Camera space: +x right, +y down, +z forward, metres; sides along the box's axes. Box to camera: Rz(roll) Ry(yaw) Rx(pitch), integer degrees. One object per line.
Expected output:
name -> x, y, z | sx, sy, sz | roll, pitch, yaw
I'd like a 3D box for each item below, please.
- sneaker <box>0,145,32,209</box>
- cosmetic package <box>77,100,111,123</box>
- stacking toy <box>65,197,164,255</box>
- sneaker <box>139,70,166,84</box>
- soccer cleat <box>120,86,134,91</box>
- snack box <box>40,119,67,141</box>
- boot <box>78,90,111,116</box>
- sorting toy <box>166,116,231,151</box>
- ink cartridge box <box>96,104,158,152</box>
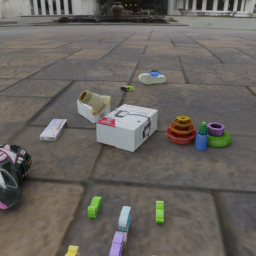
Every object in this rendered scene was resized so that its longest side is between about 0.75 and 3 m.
sneaker -> -3.037, 0.974, 7.266 | 1.144, 1.064, 2.649 | -13, 29, -28
cosmetic package -> -1.411, -0.764, 11.492 | 0.826, 0.594, 1.463 | -19, 32, -31
stacking toy -> -0.143, 2.065, 5.538 | 1.672, 0.521, 2.218 | 4, 25, 8
sneaker -> 1.298, -2.955, 16.130 | 1.605, 0.616, 0.893 | -3, 31, -15
soccer cleat -> -0.035, -2.132, 14.841 | 0.756, 0.245, 0.316 | 4, 26, 10
snack box -> -2.691, 0.044, 10.246 | 0.542, 0.183, 1.508 | 2, 25, 4
boot -> -1.227, -0.819, 9.302 | 0.954, 0.447, 1.228 | 13, -24, -29
sorting toy -> 2.414, 0.043, 9.393 | 2.204, 0.905, 1.324 | 1, 25, 2
ink cartridge box -> 0.024, -0.086, 9.759 | 1.431, 0.822, 1.971 | 12, 28, 25
